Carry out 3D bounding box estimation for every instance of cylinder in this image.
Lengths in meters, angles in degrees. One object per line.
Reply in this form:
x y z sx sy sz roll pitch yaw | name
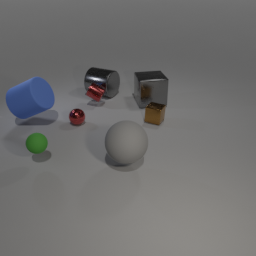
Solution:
-4.034 -1.233 11.618 1.400 1.400 1.400 -18 22 23 | cylinder
-1.346 -2.404 14.705 1.400 1.400 1.400 14 32 24 | cylinder
-1.538 -1.707 13.440 0.700 0.700 0.700 29 31 -3 | cylinder

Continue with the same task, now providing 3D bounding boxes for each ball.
-3.016 0.505 9.266 0.700 0.700 0.700 0 29 0 | ball
-2.171 -0.484 11.938 0.700 0.700 0.700 0 29 0 | ball
-0.049 0.452 8.996 1.400 1.400 1.400 0 29 0 | ball

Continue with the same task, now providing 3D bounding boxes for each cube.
1.107 -1.930 13.844 1.400 1.400 1.400 -6 29 -8 | cube
1.176 -0.643 12.151 0.700 0.700 0.700 15 30 21 | cube
